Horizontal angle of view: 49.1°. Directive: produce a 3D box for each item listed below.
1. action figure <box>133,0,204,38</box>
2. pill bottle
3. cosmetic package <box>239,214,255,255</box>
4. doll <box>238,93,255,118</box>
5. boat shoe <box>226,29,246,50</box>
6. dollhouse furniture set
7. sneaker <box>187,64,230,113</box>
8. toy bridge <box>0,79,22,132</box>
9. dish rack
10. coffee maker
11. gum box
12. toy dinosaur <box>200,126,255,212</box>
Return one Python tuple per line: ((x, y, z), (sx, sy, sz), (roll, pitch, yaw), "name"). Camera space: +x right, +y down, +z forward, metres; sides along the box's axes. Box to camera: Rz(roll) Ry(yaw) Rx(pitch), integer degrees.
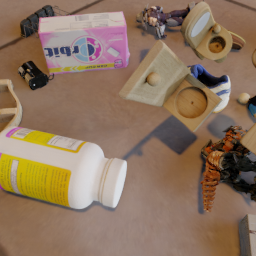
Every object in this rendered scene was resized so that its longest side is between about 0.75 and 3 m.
((1.642, -4.377, 11.304), (2.915, 1.011, 1.897), (1, 58, 5), "action figure")
((-1.578, 0.966, 6.526), (2.935, 1.530, 1.530), (12, 52, 10), "pill bottle")
((2.780, 2.575, 5.816), (0.725, 0.612, 1.357), (9, 48, 3), "cosmetic package")
((4.203, -0.580, 8.490), (1.802, 0.437, 1.229), (33, 60, 24), "doll")
((3.255, -3.321, 10.618), (2.247, 0.809, 0.759), (18, 86, 5), "boat shoe")
((2.116, -0.690, 4.970), (2.926, 2.384, 2.783), (43, 105, 17), "dollhouse furniture set")
((1.784, -1.575, 8.765), (2.920, 1.287, 1.099), (21, 55, 18), "sneaker")
((-3.708, -0.374, 8.349), (0.971, 0.393, 2.889), (-5, 51, -5), "toy bridge")
((-2.875, -4.050, 11.221), (2.508, 0.684, 1.923), (25, 56, 17), "dish rack")
((-3.123, -1.800, 9.466), (0.881, 0.618, 0.917), (-15, 50, -41), "coffee maker")
((-1.380, -2.887, 9.579), (2.914, 1.654, 0.964), (-7, 51, -5), "gum box")
((2.573, 1.004, 6.958), (1.793, 1.349, 2.642), (18, 71, 32), "toy dinosaur")
